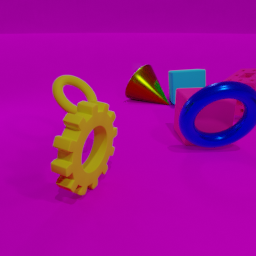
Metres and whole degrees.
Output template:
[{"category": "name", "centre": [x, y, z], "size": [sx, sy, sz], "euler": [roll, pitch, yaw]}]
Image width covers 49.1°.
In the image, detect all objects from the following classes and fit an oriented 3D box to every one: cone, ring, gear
[{"category": "cone", "centre": [1.022, -1.391, 11.128], "size": [1.635, 1.629, 1.629], "euler": [40, 37, 20]}, {"category": "ring", "centre": [-1.157, -0.708, 6.203], "size": [0.220, 1.101, 1.101], "euler": [-40, -6, 36]}, {"category": "ring", "centre": [2.091, -0.251, 6.398], "size": [1.882, 1.882, 0.376], "euler": [-2, 43, -4]}, {"category": "gear", "centre": [-0.726, 0.350, 5.104], "size": [0.310, 1.674, 1.674], "euler": [14, 25, 22]}]

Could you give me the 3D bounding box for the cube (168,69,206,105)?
[{"category": "cube", "centre": [2.240, -1.604, 10.753], "size": [1.209, 1.209, 1.209], "euler": [-3, 12, 2]}]

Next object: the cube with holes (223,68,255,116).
[{"category": "cube with holes", "centre": [3.875, -1.141, 8.892], "size": [1.149, 1.149, 1.149], "euler": [-32, 26, -27]}]

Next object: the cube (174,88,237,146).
[{"category": "cube", "centre": [2.041, -0.355, 7.696], "size": [1.249, 1.249, 1.249], "euler": [-2, 22, -5]}]
